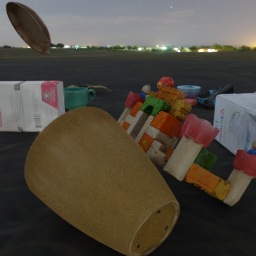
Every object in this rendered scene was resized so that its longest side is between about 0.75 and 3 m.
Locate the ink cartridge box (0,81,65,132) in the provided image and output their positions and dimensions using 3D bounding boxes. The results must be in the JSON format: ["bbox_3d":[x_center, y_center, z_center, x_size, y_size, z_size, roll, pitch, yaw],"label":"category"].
[{"bbox_3d":[-2.889,-0.657,8.183,1.914,1.402,0.792,1,17,2],"label":"ink cartridge box"}]

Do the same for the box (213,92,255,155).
[{"bbox_3d":[3.621,-0.047,6.417,2.571,1.243,2.269,-2,17,-8],"label":"box"}]

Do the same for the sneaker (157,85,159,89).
[{"bbox_3d":[1.954,-2.277,15.367,0.718,0.541,1.536,-14,15,14],"label":"sneaker"}]

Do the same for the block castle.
[{"bbox_3d":[0.922,0.121,4.914,1.669,1.172,2.498,30,2,-28],"label":"block castle"}]

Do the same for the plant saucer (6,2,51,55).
[{"bbox_3d":[-3.549,-3.692,10.292,2.145,2.145,0.392,17,57,45],"label":"plant saucer"}]

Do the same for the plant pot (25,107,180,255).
[{"bbox_3d":[-0.236,0.774,3.629,1.579,1.579,1.695,-14,35,-39],"label":"plant pot"}]

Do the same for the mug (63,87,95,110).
[{"bbox_3d":[-1.965,-1.117,10.824,1.260,0.779,1.035,3,16,8],"label":"mug"}]

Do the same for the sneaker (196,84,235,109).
[{"bbox_3d":[3.707,-1.384,11.631,0.926,0.827,2.260,15,22,40],"label":"sneaker"}]

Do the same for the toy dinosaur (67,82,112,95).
[{"bbox_3d":[-2.092,-2.028,14.334,2.475,0.587,1.091,3,10,0],"label":"toy dinosaur"}]

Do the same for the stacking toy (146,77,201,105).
[{"bbox_3d":[1.826,-1.612,12.120,2.107,0.983,2.327,-14,22,-41],"label":"stacking toy"}]
